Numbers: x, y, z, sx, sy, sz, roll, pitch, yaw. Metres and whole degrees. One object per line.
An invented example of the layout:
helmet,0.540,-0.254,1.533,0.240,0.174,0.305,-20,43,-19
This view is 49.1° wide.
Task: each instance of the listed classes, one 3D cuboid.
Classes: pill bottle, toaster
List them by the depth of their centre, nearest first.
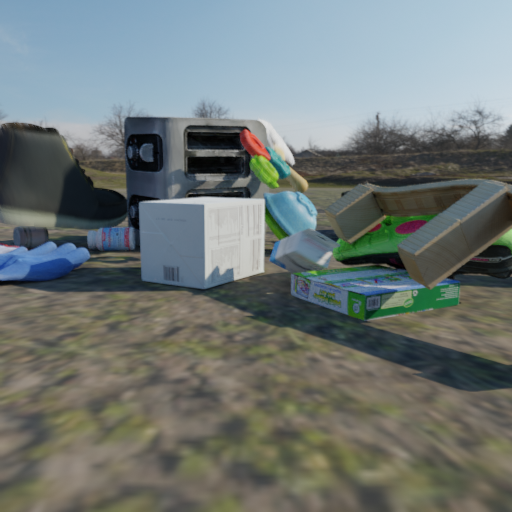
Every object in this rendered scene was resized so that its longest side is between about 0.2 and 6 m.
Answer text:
pill bottle,-2.826,-0.323,10.959,0.861,0.468,0.468,-2,9,-5
toaster,-1.166,-1.526,11.774,2.972,2.687,1.763,-6,14,-33

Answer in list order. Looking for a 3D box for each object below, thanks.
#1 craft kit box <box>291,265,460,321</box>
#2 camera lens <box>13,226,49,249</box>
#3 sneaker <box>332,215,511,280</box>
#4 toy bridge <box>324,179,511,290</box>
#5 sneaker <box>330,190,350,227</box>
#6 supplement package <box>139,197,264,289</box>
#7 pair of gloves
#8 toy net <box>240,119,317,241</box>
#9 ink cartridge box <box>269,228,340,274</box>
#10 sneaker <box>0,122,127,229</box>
craft kit box,1.403,0.398,6.782,1.451,0.352,1.433,-5,12,-28
camera lens,-4.551,-0.392,11.351,0.594,0.475,0.475,-8,12,-41
sneaker,2.104,-0.024,7.463,1.076,1.174,2.803,-45,24,-26
toy bridge,2.150,-0.237,5.897,1.342,0.543,3.993,-36,27,-6
sneaker,3.194,-0.930,12.227,3.217,1.184,1.897,-6,16,-24
supplement package,-0.744,-0.248,8.170,1.158,1.150,1.526,5,10,32
pair of gloves,-4.590,0.063,8.684,3.624,0.413,2.914,7,11,36
toy net,0.156,-1.872,11.534,2.198,0.809,4.191,40,20,-30
ink cartridge box,0.636,-0.030,7.434,0.533,0.312,0.918,27,-22,-19
sneaker,-3.616,-1.543,11.072,1.253,1.780,3.351,23,15,25
